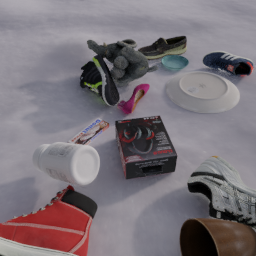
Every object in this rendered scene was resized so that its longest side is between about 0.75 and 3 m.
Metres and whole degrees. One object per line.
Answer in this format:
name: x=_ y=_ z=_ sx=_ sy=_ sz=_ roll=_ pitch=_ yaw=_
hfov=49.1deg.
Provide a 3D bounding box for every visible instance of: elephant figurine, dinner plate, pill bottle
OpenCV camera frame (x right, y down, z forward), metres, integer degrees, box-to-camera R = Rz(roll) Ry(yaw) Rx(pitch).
elephant figurine: x=-0.285 y=-2.933 z=11.295 sx=1.673 sy=1.835 sz=2.365 roll=-39 pitch=45 yaw=8
dinner plate: x=2.849 y=-1.533 z=10.713 sx=2.793 sy=0.339 sz=2.793 roll=-1 pitch=42 yaw=1
pill bottle: x=-1.605 y=0.844 z=7.031 sx=1.673 sy=0.957 sz=0.957 roll=3 pitch=36 yaw=38

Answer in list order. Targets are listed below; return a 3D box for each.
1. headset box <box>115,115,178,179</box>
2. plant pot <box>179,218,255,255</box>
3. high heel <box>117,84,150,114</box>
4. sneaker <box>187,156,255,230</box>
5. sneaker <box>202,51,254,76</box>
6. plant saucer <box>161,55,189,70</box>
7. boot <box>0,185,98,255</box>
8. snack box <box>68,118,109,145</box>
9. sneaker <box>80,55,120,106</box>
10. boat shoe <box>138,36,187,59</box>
headset box: x=0.482 y=0.573 z=8.007 sx=1.437 sy=0.725 sz=1.933 roll=-7 pitch=42 yaw=-8
plant pot: x=1.967 y=2.405 z=5.741 sx=1.344 sy=1.256 sz=1.256 roll=-1 pitch=39 yaw=-24
high heel: x=0.380 y=-1.049 z=9.930 sx=1.564 sy=0.527 sz=0.750 roll=-35 pitch=42 yaw=-27
sneaker: x=2.537 y=1.885 z=6.515 sx=1.213 sy=1.047 sz=2.768 roll=-33 pitch=44 yaw=-15
sneaker: x=4.118 y=-2.611 z=11.541 sx=2.095 sy=0.785 sz=0.885 roll=10 pitch=38 yaw=11
plant saucer: x=2.045 y=-2.825 z=12.216 sx=1.199 sy=0.215 sz=1.199 roll=0 pitch=41 yaw=0
boot: x=-2.151 y=2.049 z=6.212 sx=2.772 sy=1.004 sz=2.000 roll=10 pitch=42 yaw=-1
snack box: x=-1.221 y=0.186 z=8.863 sx=0.506 sy=0.171 sz=1.409 roll=26 pitch=48 yaw=26
sneaker: x=-1.171 y=-1.648 z=10.575 sx=1.208 sy=1.046 sz=2.917 roll=-27 pitch=42 yaw=7
boat shoe: x=1.558 y=-3.765 z=12.829 sx=2.454 sy=0.795 sz=0.898 roll=-15 pitch=44 yaw=-16
